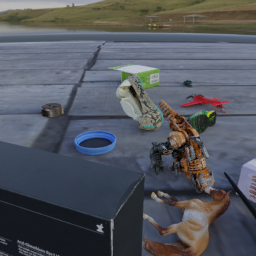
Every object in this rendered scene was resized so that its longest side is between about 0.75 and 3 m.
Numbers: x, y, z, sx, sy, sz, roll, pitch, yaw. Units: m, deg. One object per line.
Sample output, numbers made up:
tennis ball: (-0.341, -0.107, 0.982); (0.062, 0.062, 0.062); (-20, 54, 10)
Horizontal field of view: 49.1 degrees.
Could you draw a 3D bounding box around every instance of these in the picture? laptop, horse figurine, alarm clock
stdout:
laptop: (2.864, 1.595, 4.131); (2.355, 1.216, 2.087); (-3, 24, -6)
horse figurine: (0.953, 1.632, 4.871); (1.413, 0.532, 2.133); (12, 23, 20)
alarm clock: (-2.789, -0.730, 10.652); (0.799, 0.394, 1.184); (14, 24, 30)

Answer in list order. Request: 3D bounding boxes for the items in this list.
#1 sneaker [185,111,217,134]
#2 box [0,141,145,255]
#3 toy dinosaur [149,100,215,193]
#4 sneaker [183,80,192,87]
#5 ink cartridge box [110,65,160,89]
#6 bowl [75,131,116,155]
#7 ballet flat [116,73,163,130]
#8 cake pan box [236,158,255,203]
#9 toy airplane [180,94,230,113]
sneaker: (2.318, -0.224, 9.298); (0.694, 0.636, 1.630); (10, 15, 39)
box: (-1.184, 1.352, 3.851); (2.653, 1.873, 1.046); (10, 26, 21)
toy dinosaur: (1.260, 0.402, 6.448); (1.125, 1.495, 2.203); (8, 63, -17)
sneaker: (3.115, -2.347, 14.475); (0.303, 0.318, 0.803); (-8, 23, -15)
ink cartridge box: (0.285, -2.718, 14.657); (1.680, 0.861, 2.273); (-19, 29, -37)
bowl: (-0.936, 0.422, 8.108); (1.193, 0.234, 1.193); (0, 24, 0)
ballet flat: (0.201, -1.011, 9.680); (1.082, 0.975, 2.875); (-4, 44, -23)
cake pan box: (4.120, 1.215, 5.390); (2.749, 0.781, 2.985); (-15, 28, -38)
toy airplane: (3.207, -1.080, 11.426); (2.067, 0.380, 2.067); (0, 23, 0)
